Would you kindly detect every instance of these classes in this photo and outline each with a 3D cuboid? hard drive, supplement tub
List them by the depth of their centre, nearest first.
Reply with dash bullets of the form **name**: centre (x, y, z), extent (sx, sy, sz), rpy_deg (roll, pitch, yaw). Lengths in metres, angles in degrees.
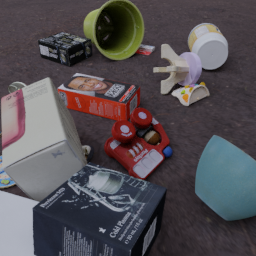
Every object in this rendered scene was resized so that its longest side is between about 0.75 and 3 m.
- **hard drive**: centre (-2.513, 2.658, 5.672), extent (1.866, 0.377, 2.829), rpy_deg (21, 35, -11)
- **supplement tub**: centre (4.048, -4.148, 14.227), extent (1.744, 1.744, 2.411), rpy_deg (2, 36, 2)

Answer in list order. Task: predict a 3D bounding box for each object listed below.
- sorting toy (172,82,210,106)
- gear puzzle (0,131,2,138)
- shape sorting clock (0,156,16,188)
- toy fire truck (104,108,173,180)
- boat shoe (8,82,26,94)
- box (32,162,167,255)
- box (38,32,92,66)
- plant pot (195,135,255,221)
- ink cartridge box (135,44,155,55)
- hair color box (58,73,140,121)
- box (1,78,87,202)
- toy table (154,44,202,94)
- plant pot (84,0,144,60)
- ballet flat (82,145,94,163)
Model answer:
- **sorting toy**: centre (2.505, -1.508, 11.760), extent (1.323, 0.707, 1.191), rpy_deg (-25, 24, -30)
- **gear puzzle**: centre (-3.710, -0.208, 8.938), extent (0.174, 1.331, 0.690), rpy_deg (43, 13, -2)
- **shape sorting clock**: centre (-3.583, 1.229, 8.228), extent (1.333, 0.262, 1.333), rpy_deg (0, 37, 0)
- **toy fire truck**: centre (0.415, 0.506, 8.666), extent (1.780, 1.189, 2.120), rpy_deg (44, 51, 13)
- **boat shoe**: centre (-4.210, -1.279, 11.224), extent (2.036, 0.727, 0.608), rpy_deg (27, 39, 26)
- **box**: centre (-0.511, 1.973, 5.981), extent (2.073, 1.307, 2.109), rpy_deg (14, 24, 20)
- **box**: centre (-3.367, -4.304, 15.098), extent (2.237, 0.963, 1.832), rpy_deg (22, 42, 27)
- **plant pot**: centre (2.481, 1.381, 6.827), extent (1.422, 2.112, 2.112), rpy_deg (-50, 47, 3)
- **ink cartridge box**: centre (0.900, -4.482, 15.976), extent (1.009, 0.226, 0.889), rpy_deg (16, 38, 21)
- **hair color box**: centre (-1.116, -1.249, 11.041), extent (2.904, 0.889, 1.474), rpy_deg (14, 40, 18)
- **box**: centre (-2.298, 0.292, 7.738), extent (1.584, 1.859, 2.907), rpy_deg (-24, 44, -4)
- **toy table**: centre (2.037, -2.491, 12.001), extent (1.309, 2.054, 2.234), rpy_deg (-3, -2, -15)
- **plant pot**: centre (-1.087, -5.456, 15.421), extent (2.986, 2.986, 2.745), rpy_deg (-19, 30, -24)
- **ballet flat**: centre (-1.363, 0.842, 8.593), extent (0.485, 0.485, 1.328), rpy_deg (8, 37, 10)
